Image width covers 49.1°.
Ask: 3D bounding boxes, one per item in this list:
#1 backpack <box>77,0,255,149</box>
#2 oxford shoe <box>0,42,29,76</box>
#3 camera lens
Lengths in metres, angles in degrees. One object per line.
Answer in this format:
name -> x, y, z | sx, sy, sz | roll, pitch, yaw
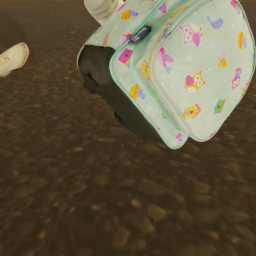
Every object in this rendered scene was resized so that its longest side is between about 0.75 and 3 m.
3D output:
backpack -> 0.941, -1.370, 5.148 | 2.254, 2.585, 2.940 | 14, 65, 49
oxford shoe -> -2.232, -1.225, 5.177 | 1.009, 0.357, 0.373 | -30, 4, 28
camera lens -> -0.641, -3.807, 8.922 | 1.017, 1.017, 1.271 | 25, -2, 35
